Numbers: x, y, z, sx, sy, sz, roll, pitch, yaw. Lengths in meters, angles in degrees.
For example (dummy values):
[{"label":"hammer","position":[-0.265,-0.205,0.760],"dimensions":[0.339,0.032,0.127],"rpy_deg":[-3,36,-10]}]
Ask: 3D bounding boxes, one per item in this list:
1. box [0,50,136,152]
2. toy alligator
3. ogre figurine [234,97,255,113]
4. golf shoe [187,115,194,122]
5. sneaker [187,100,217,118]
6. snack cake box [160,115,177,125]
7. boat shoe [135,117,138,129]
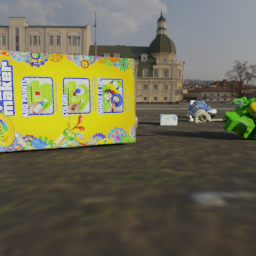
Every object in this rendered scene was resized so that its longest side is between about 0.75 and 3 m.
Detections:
[{"label":"box","position":[-1.583,-0.533,6.013],"dimensions":[2.618,1.658,2.718],"rpy_deg":[-3,6,-25]},{"label":"toy alligator","position":[2.727,-0.050,6.226],"dimensions":[2.678,0.794,0.727],"rpy_deg":[-2,46,-18]},{"label":"ogre figurine","position":[5.175,-0.782,11.804],"dimensions":[1.337,1.094,2.230],"rpy_deg":[-1,3,18]},{"label":"golf shoe","position":[2.868,-0.428,12.618],"dimensions":[0.372,0.300,0.766],"rpy_deg":[6,7,7]},{"label":"sneaker","position":[3.959,-1.028,15.390],"dimensions":[0.958,0.975,2.531],"rpy_deg":[0,6,-18]},{"label":"snack cake box","position":[1.563,-0.321,10.874],"dimensions":[0.614,0.359,1.067],"rpy_deg":[-1,5,5]},{"label":"boat shoe","position":[-0.004,-0.250,9.366],"dimensions":[0.439,0.489,1.322],"rpy_deg":[5,4,-11]}]
